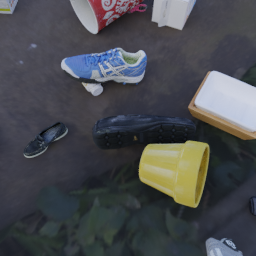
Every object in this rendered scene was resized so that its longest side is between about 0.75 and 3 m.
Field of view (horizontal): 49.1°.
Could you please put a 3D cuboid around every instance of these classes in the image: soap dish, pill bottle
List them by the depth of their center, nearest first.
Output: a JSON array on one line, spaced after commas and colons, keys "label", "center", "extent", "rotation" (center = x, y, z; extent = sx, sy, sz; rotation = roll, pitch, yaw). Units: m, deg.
[{"label": "soap dish", "center": [2.773, -0.613, 7.685], "extent": [1.875, 0.761, 1.475], "rotation": [27, 64, 14]}, {"label": "pill bottle", "center": [-1.105, -1.370, 8.276], "extent": [0.474, 0.474, 0.852], "rotation": [-30, 67, -15]}]

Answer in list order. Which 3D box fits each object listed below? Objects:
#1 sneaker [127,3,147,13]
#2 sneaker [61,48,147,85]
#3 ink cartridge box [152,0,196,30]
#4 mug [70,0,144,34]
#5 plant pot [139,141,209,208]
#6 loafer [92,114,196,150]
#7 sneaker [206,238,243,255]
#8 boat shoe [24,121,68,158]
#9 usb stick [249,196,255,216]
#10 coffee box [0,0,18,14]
[{"label": "sneaker", "center": [0.305, -4.369, 10.075], "extent": [0.762, 0.301, 0.363], "rotation": [-7, 50, -5]}, {"label": "sneaker", "center": [-0.622, -1.844, 7.892], "extent": [2.480, 0.955, 0.939], "rotation": [-5, 57, -24]}, {"label": "ink cartridge box", "center": [1.612, -4.337, 9.527], "extent": [1.135, 1.165, 1.812], "rotation": [21, 64, 10]}, {"label": "mug", "center": [-0.625, -4.687, 9.212], "extent": [2.503, 1.670, 2.222], "rotation": [-35, 87, -13]}, {"label": "plant pot", "center": [1.052, 0.959, 6.519], "extent": [1.371, 1.457, 1.457], "rotation": [10, 60, 23]}, {"label": "loafer", "center": [0.397, -0.013, 7.220], "extent": [2.629, 0.893, 0.923], "rotation": [-3, 39, -2]}, {"label": "sneaker", "center": [2.389, 2.920, 5.566], "extent": [0.840, 1.293, 2.238], "rotation": [-44, 103, 12]}, {"label": "boat shoe", "center": [-2.202, 0.269, 7.380], "extent": [1.311, 0.435, 0.490], "rotation": [-32, 66, -16]}, {"label": "usb stick", "center": [3.670, 1.873, 6.583], "extent": [1.627, 0.265, 0.451], "rotation": [3, 65, 1]}, {"label": "coffee box", "center": [-4.542, -4.686, 9.885], "extent": [0.876, 0.867, 0.875], "rotation": [4, 61, 2]}]
